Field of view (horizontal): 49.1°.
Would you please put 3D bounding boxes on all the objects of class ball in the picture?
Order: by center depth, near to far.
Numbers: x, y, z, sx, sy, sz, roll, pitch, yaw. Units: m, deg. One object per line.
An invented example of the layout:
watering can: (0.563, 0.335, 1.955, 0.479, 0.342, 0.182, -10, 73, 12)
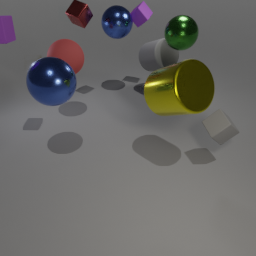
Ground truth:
ball: (-2.187, -1.329, 8.055, 1.400, 1.400, 1.400, 0, 32, 0)
ball: (-2.382, -2.688, 10.743, 1.400, 1.400, 1.400, 0, 32, 0)
ball: (2.212, -3.939, 11.623, 1.400, 1.400, 1.400, 0, 32, 0)
ball: (-0.487, -4.691, 12.446, 1.400, 1.400, 1.400, 0, 32, 0)

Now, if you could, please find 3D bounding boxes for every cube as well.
cube: (-3.742, -2.823, 8.031, 0.700, 0.700, 0.700, 0, 26, 2)
cube: (2.846, -0.032, 8.626, 0.700, 0.700, 0.700, 30, 30, -43)
cube: (-1.975, -4.641, 11.404, 0.700, 0.700, 0.700, 29, 83, 20)
cube: (0.589, -5.254, 12.955, 0.700, 0.700, 0.700, -21, 32, 47)

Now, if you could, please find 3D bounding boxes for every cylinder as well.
cylinder: (1.381, -1.050, 7.705, 1.400, 1.400, 1.400, -20, 9, -29)
cylinder: (1.438, -3.424, 13.220, 1.400, 1.400, 1.400, -18, 15, -27)
